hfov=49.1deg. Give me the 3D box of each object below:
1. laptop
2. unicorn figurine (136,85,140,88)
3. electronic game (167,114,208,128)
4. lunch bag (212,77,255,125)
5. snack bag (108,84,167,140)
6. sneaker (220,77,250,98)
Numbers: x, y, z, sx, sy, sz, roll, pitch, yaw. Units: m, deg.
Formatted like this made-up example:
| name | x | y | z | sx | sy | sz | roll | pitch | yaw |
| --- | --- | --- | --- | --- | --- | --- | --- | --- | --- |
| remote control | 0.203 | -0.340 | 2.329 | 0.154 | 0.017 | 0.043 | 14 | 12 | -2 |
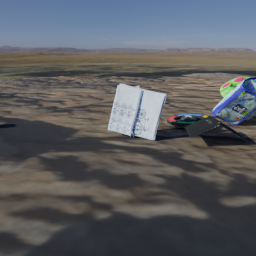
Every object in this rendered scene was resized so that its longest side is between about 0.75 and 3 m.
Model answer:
| name | x | y | z | sx | sy | sz | roll | pitch | yaw |
| --- | --- | --- | --- | --- | --- | --- | --- | --- | --- |
| laptop | 2.201 | 0.140 | 7.146 | 1.209 | 0.700 | 1.132 | -23 | 9 | 10 |
| unicorn figurine | 0.233 | -1.494 | 11.762 | 0.848 | 0.313 | 0.582 | -33 | 22 | 23 |
| electronic game | 1.912 | -0.255 | 8.749 | 1.384 | 0.288 | 1.384 | -3 | 15 | 1 |
| lunch bag | 3.511 | -0.825 | 8.603 | 1.577 | 1.341 | 1.005 | -4 | 57 | -34 |
| snack bag | 0.228 | -0.405 | 7.442 | 1.402 | 1.322 | 0.150 | 16 | 4 | 18 |
| sneaker | 4.995 | -1.183 | 10.491 | 2.999 | 1.256 | 1.151 | 4 | 61 | 10 |
